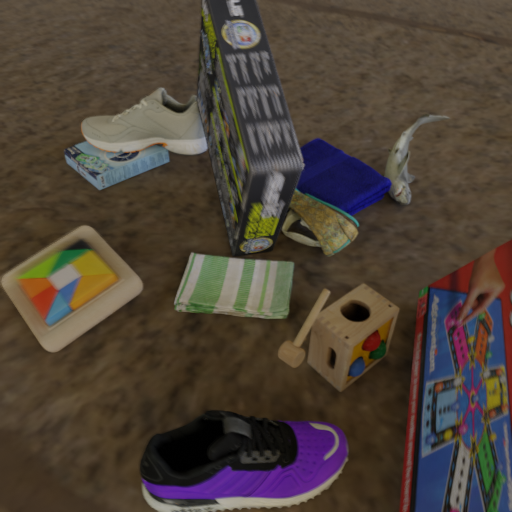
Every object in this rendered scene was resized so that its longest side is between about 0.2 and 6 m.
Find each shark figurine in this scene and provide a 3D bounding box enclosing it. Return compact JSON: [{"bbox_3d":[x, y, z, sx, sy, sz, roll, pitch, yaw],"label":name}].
[{"bbox_3d":[3.156,-1.973,11.649,0.867,2.078,1.242,23,-6,-31],"label":"shark figurine"}]

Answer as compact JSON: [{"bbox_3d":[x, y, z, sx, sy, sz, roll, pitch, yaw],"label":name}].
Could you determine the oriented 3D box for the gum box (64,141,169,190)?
[{"bbox_3d":[-3.071,-2.211,12.360,1.757,0.391,1.493,-29,48,-30],"label":"gum box"}]

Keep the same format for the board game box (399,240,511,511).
[{"bbox_3d":[2.838,1.670,6.194,0.510,2.698,5.241,41,40,-15],"label":"board game box"}]

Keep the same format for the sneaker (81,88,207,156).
[{"bbox_3d":[-2.351,-2.973,11.945,2.838,1.305,1.074,2,40,2],"label":"sneaker"}]

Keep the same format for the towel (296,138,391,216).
[{"bbox_3d":[1.456,-1.543,11.520,1.635,0.549,2.214,-31,49,-23],"label":"towel"}]

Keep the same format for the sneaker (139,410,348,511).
[{"bbox_3d":[-0.108,2.239,6.388,2.493,1.240,0.867,-8,40,-9],"label":"sneaker"}]

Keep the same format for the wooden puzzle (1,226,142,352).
[{"bbox_3d":[-2.994,0.410,8.960,1.743,0.351,1.884,-36,54,-19],"label":"wooden puzzle"}]

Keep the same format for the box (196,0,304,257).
[{"bbox_3d":[-0.267,-2.183,9.430,0.797,2.885,3.601,-9,67,-13],"label":"box"}]

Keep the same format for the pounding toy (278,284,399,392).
[{"bbox_3d":[1.136,1.129,7.521,1.668,1.465,0.763,-29,50,-30],"label":"pounding toy"}]

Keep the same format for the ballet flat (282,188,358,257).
[{"bbox_3d":[0.666,-0.861,10.447,0.992,0.992,2.806,-26,44,-27],"label":"ballet flat"}]

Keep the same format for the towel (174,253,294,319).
[{"bbox_3d":[-0.329,0.470,9.306,1.829,0.214,1.395,4,39,5],"label":"towel"}]
